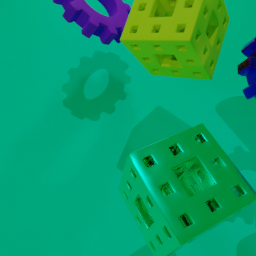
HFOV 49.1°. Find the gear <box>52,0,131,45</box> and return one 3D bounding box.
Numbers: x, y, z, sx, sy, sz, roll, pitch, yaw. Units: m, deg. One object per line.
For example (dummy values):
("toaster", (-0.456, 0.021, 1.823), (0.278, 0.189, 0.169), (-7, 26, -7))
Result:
("gear", (-0.790, -2.973, 6.702), (2.084, 0.386, 2.084), (22, 50, -30))

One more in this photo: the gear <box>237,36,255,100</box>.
("gear", (2.886, -0.937, 5.065), (1.848, 0.342, 1.848), (4, 74, -16))

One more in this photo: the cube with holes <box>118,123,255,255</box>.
("cube with holes", (0.733, 0.925, 3.990), (1.220, 1.220, 1.220), (-21, 62, -21))

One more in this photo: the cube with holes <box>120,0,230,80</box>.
("cube with holes", (0.943, -1.875, 5.312), (1.358, 1.358, 1.358), (12, 79, 34))
